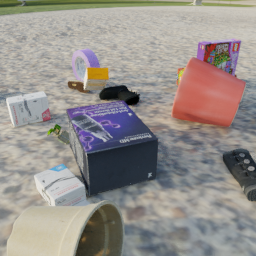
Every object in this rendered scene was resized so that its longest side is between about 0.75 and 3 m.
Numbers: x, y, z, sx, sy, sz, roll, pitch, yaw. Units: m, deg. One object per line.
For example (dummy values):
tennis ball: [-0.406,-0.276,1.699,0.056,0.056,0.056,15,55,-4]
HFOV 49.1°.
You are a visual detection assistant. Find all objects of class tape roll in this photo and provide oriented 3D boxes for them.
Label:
tape roll: [-2.097,-3.011,13.932,0.572,1.744,1.744,-23,37,-34]

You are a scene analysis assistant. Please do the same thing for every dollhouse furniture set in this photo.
dollhouse furniture set: [-2.372,0.311,9.768,0.792,0.397,0.519,34,42,1]

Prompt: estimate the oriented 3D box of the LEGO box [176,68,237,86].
LEGO box: [3.770,-2.351,13.653,2.287,0.882,1.703,-7,31,-13]

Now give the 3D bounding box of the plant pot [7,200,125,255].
plant pot: [-1.196,2.167,5.228,1.670,1.825,1.825,2,28,25]

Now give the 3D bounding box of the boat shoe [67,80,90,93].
boat shoe: [-2.275,-2.089,13.580,1.475,0.545,0.545,23,31,34]

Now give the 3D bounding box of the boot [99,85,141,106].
boot: [-0.339,-1.372,12.356,1.553,0.575,1.273,-19,41,-26]

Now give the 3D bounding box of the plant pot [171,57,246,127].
plant pot: [3.033,-1.188,10.488,2.151,2.432,2.432,21,35,14]

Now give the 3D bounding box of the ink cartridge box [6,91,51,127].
ink cartridge box: [-3.773,-0.716,10.688,1.406,1.030,0.582,-15,33,-23]

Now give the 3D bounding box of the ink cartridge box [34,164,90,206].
ink cartridge box: [-1.675,1.603,7.198,0.867,0.507,1.495,-22,37,-33]

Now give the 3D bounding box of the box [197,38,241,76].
box: [3.729,-2.383,11.955,1.804,2.636,0.515,-12,31,-20]

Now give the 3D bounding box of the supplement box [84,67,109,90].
supplement box: [-1.384,-2.097,12.035,0.915,0.534,1.452,-1,-11,-15]

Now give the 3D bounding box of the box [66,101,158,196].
box: [-0.569,0.433,8.312,2.005,1.413,2.709,-11,31,-20]

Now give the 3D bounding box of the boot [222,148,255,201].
boot: [3.637,1.236,7.850,1.469,0.585,1.782,0,26,-4]
